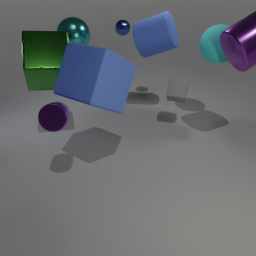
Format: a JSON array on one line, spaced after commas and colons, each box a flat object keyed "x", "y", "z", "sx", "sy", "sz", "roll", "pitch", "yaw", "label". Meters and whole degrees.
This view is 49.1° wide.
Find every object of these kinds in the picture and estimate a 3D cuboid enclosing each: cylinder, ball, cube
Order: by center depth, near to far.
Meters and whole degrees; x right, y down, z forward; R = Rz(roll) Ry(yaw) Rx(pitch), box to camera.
[{"x": -1.842, "y": -0.296, "z": 7.073, "sx": 0.700, "sy": 0.700, "sz": 0.700, "roll": -2, "pitch": 9, "yaw": -4, "label": "cylinder"}, {"x": -0.870, "y": -1.313, "z": 7.523, "sx": 1.400, "sy": 1.400, "sz": 1.400, "roll": 19, "pitch": 4, "yaw": 32, "label": "cube"}, {"x": 3.768, "y": -2.659, "z": 8.486, "sx": 1.400, "sy": 1.400, "sz": 1.400, "roll": -32, "pitch": 31, "yaw": 3, "label": "cylinder"}, {"x": -2.628, "y": -2.161, "z": 9.141, "sx": 1.400, "sy": 1.400, "sz": 1.400, "roll": -4, "pitch": 71, "yaw": -15, "label": "cube"}, {"x": 3.384, "y": -3.110, "z": 10.437, "sx": 1.400, "sy": 1.400, "sz": 1.400, "roll": 0, "pitch": 28, "yaw": 0, "label": "ball"}, {"x": 1.895, "y": -1.426, "z": 10.737, "sx": 0.700, "sy": 0.700, "sz": 0.700, "roll": 10, "pitch": -8, "yaw": 13, "label": "cube"}, {"x": 1.092, "y": -3.618, "z": 10.921, "sx": 1.400, "sy": 1.400, "sz": 1.400, "roll": -11, "pitch": 22, "yaw": 26, "label": "cylinder"}, {"x": -2.255, "y": -3.847, "z": 11.587, "sx": 1.400, "sy": 1.400, "sz": 1.400, "roll": 0, "pitch": 28, "yaw": 0, "label": "ball"}, {"x": -0.241, "y": -4.556, "z": 12.739, "sx": 0.700, "sy": 0.700, "sz": 0.700, "roll": 0, "pitch": 28, "yaw": 0, "label": "ball"}]
